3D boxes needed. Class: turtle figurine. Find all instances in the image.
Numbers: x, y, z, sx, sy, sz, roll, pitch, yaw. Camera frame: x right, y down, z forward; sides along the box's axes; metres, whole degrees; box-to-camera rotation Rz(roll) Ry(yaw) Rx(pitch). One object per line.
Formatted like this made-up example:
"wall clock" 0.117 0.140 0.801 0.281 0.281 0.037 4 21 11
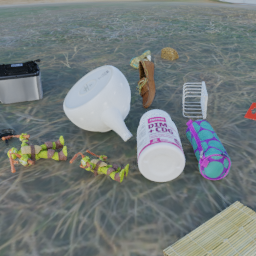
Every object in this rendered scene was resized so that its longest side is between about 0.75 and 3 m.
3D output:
"turtle figurine" -0.830 1.165 8.304 1.539 0.615 1.909 16 1 15
"turtle figurine" -2.945 0.817 8.893 1.901 0.759 2.358 -4 22 -21

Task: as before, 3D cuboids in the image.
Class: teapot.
"teapot" -0.926 -0.861 10.607 2.746 2.032 2.782 -10 44 38

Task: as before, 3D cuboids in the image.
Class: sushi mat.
"sushi mat" 2.217 2.635 6.417 2.666 0.161 1.275 -19 37 -29

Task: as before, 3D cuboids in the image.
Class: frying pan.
"frying pan" -4.375 0.325 10.269 1.144 0.186 0.692 28 41 35

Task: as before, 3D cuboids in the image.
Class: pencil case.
"pencil case" 2.517 0.607 9.008 1.030 0.948 2.228 32 24 -18

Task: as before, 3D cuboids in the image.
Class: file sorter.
"file sorter" 2.844 -1.229 12.043 0.950 1.059 1.526 2 31 9

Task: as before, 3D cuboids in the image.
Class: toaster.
"toaster" -5.170 -2.289 13.451 2.348 1.393 2.123 -11 33 -17

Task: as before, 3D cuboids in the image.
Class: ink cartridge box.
"ink cartridge box" 6.197 -0.691 11.672 2.126 0.607 1.728 22 38 26

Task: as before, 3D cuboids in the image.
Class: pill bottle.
"pill bottle" 0.964 0.441 8.919 1.356 1.356 2.392 0 31 0

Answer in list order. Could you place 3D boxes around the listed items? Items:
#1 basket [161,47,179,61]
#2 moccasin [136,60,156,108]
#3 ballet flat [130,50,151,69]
"basket" 2.804 -5.002 18.633 1.019 0.727 0.759 27 41 37
"moccasin" 0.769 -2.007 12.604 0.894 2.315 0.847 9 -15 -24
"ballet flat" 0.962 -4.168 17.342 0.822 0.822 2.325 17 34 26
